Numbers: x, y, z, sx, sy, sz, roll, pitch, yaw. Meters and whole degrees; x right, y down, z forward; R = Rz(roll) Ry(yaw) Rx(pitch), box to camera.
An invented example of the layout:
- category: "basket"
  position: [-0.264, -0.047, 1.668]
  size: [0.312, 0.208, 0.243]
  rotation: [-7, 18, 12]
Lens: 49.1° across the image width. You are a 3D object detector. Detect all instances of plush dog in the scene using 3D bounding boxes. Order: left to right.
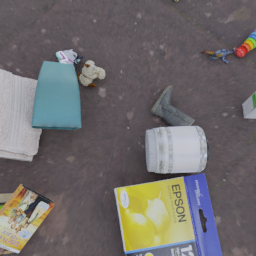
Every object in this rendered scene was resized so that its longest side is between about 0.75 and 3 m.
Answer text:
- category: "plush dog"
  position: [-1.369, -1.820, 9.654]
  size: [0.938, 0.753, 0.806]
  rotation: [38, 115, 21]

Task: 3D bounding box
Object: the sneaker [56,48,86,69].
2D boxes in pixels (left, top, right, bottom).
- category: "sneaker"
  position: [-1.903, -2.250, 9.862]
  size: [0.957, 0.532, 1.368]
  rotation: [-21, 74, -6]

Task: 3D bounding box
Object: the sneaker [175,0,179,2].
- category: "sneaker"
  position: [2.004, -5.337, 10.958]
  size: [0.350, 0.308, 0.826]
  rotation: [35, 76, 10]

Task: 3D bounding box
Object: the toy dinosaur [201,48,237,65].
- category: "toy dinosaur"
  position: [3.382, -2.744, 10.068]
  size: [0.953, 0.551, 1.050]
  rotation: [-31, 65, -25]

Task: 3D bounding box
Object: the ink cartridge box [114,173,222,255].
- category: "ink cartridge box"
  position: [1.204, 2.881, 8.043]
  size: [2.812, 0.661, 2.779]
  rotation: [-10, 80, -1]

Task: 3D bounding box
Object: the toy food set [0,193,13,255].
- category: "toy food set"
  position: [-3.629, 2.983, 8.255]
  size: [1.481, 0.431, 2.146]
  rotation: [-6, 73, -2]

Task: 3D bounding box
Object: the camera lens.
- category: "camera lens"
  position: [1.451, 0.651, 8.476]
  size: [1.753, 1.402, 1.402]
  rotation: [-2, 72, -1]

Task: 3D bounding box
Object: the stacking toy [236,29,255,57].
- category: "stacking toy"
  position: [4.436, -3.077, 10.150]
  size: [1.324, 0.565, 0.565]
  rotation: [-40, 77, -7]

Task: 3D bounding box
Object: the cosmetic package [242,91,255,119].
- category: "cosmetic package"
  position: [4.166, -0.735, 9.109]
  size: [0.444, 1.047, 0.563]
  rotation: [1, 71, -2]

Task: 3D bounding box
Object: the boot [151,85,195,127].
- category: "boot"
  position: [1.616, -0.595, 9.357]
  size: [1.382, 0.502, 1.257]
  rotation: [32, 89, 17]

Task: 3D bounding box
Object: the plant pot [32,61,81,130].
- category: "plant pot"
  position: [-2.172, -0.946, 8.482]
  size: [1.356, 1.357, 1.919]
  rotation: [2, 87, -19]

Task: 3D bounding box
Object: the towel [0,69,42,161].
- category: "towel"
  position: [-3.637, -0.435, 8.718]
  size: [0.493, 1.894, 2.858]
  rotation: [-19, 67, 41]

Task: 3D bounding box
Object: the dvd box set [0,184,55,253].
- category: "dvd box set"
  position: [-3.024, 2.545, 7.810]
  size: [1.687, 1.234, 0.248]
  rotation: [-53, 38, -11]
